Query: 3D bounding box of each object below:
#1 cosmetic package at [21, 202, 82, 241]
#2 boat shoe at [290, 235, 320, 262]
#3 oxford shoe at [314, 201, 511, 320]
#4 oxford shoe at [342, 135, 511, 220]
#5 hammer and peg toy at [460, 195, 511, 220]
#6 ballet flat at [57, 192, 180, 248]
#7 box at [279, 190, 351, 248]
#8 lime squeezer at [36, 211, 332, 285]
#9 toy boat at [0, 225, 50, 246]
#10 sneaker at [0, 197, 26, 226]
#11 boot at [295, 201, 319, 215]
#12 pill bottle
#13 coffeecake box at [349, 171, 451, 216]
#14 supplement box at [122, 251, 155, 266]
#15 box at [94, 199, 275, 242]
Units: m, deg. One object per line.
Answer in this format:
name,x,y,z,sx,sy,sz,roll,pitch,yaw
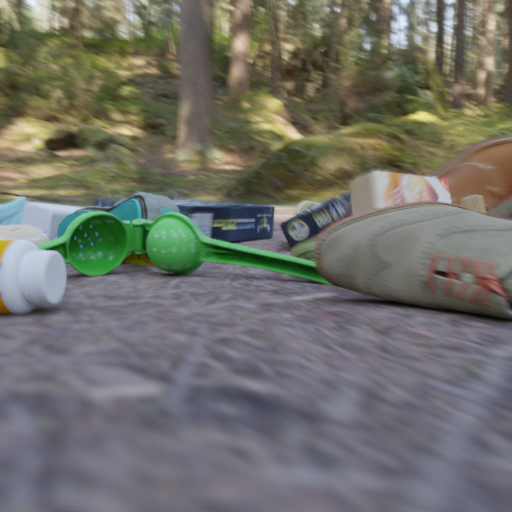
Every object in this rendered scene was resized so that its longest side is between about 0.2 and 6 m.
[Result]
cosmetic package,-2.972,-0.514,8.984,0.685,0.481,1.351,18,9,29
boat shoe,0.965,-0.011,5.968,0.690,0.595,1.892,-19,-2,-28
oxford shoe,1.617,0.046,4.294,2.428,0.855,0.908,0,12,14
oxford shoe,3.234,-0.777,8.518,3.692,1.317,1.316,-23,33,-13
hammer and peg toy,3.542,-0.562,5.837,1.954,0.937,2.657,-4,-13,-11
ballet flat,-1.844,-0.339,7.499,2.257,0.761,0.719,-9,-6,44
box,1.255,-0.724,9.784,1.640,0.500,2.035,-26,1,5
lime squeezer,-1.233,-0.082,5.949,4.025,0.759,1.421,0,6,-9
toy boat,-3.209,-0.065,6.804,1.354,0.629,1.138,8,11,0
sneaker,-5.743,-0.797,10.947,2.553,1.046,0.944,-3,6,-26
boot,2.048,-0.951,13.839,1.625,0.757,2.102,6,7,35
pill bottle,-2.061,0.160,4.338,1.053,0.575,0.575,0,6,5
coffeecake box,1.878,-0.484,7.107,1.304,1.001,0.477,1,-11,-30
supplement box,-1.454,-0.079,7.482,0.677,0.371,0.369,4,8,39
box,-1.336,-0.716,11.077,2.310,0.747,2.930,8,8,31
